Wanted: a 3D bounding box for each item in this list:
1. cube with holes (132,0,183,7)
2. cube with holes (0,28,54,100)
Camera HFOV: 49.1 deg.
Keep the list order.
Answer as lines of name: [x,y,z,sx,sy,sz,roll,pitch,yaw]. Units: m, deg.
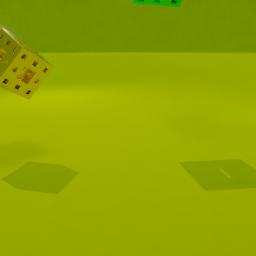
cube with holes: [0.717,-3.498,6.074,1.130,1.130,1.130,1,-10,-6]
cube with holes: [-2.271,-1.278,5.680,0.864,0.864,0.864,42,6,28]
